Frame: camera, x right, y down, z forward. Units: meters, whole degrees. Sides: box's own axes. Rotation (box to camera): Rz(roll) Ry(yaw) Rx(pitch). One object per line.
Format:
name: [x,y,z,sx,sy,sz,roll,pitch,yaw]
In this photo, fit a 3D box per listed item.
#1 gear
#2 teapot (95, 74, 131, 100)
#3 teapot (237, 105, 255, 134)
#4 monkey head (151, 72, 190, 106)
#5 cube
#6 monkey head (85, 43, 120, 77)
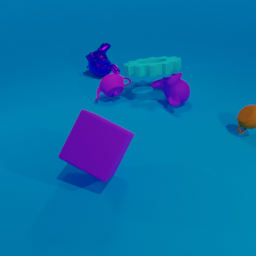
gear: [0.892,-2.262,10.244,2.047,0.379,2.047,-6,21,2]
teapot: [-0.590,-1.459,10.122,1.497,0.931,0.733,-23,70,-2]
teapot: [3.579,-0.311,8.060,0.566,1.156,0.719,30,16,-26]
monkey head: [1.540,-1.325,9.989,1.300,1.089,1.808,-11,16,19]
cube: [-0.652,0.379,6.294,1.144,1.144,1.144,27,1,6]
monkey head: [-1.139,-2.968,12.352,1.889,1.139,1.359,19,65,32]
